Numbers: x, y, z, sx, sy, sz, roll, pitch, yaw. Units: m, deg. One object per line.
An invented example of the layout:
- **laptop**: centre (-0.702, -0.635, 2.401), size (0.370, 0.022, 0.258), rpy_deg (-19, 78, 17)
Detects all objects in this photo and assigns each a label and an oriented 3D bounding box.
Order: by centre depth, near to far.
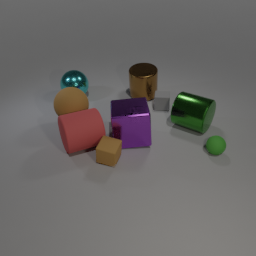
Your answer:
- **cube**: centre (-0.655, 0.803, 9.656), size (0.700, 0.700, 0.700), rpy_deg (14, 43, 11)
- **ball**: centre (3.175, 0.620, 10.101), size (0.700, 0.700, 0.700), rpy_deg (0, 32, 0)
- **cylinder**: centre (-1.702, 0.087, 10.255), size (1.400, 1.400, 1.400), rpy_deg (-15, 35, -20)
- **cube**: centre (0.102, -0.203, 10.651), size (1.400, 1.400, 1.400), rpy_deg (-6, 32, -1)
- **ball**: centre (-2.282, -0.945, 11.297), size (1.400, 1.400, 1.400), rpy_deg (0, 32, 0)
- **cylinder**: centre (2.667, -0.650, 11.445), size (1.400, 1.400, 1.400), rpy_deg (21, 38, 28)
- **cube**: centre (1.599, -1.280, 13.104), size (0.700, 0.700, 0.700), rpy_deg (3, 33, 8)
- **cylinder**: centre (0.763, -2.284, 13.869), size (1.400, 1.400, 1.400), rpy_deg (-2, 42, 2)
- **ball**: centre (-2.652, -2.165, 13.894), size (1.400, 1.400, 1.400), rpy_deg (0, 32, 0)
